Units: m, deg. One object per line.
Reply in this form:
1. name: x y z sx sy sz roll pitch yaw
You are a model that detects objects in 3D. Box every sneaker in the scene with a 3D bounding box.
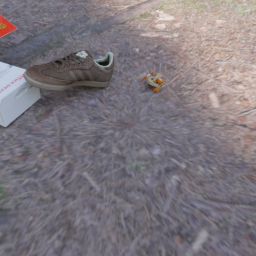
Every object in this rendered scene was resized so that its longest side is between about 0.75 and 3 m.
1. sneaker: -1.625 -1.830 8.249 2.915 1.101 1.027 -12 44 -45

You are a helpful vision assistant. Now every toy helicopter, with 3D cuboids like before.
1. toy helicopter: 0.885 -1.623 9.232 0.677 0.404 1.024 26 34 8

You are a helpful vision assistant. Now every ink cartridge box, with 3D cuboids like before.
1. ink cartridge box: -5.081 -3.358 8.605 2.456 0.535 2.132 39 64 14
2. ink cartridge box: -4.030 -1.143 8.249 2.274 0.956 1.660 19 45 16
